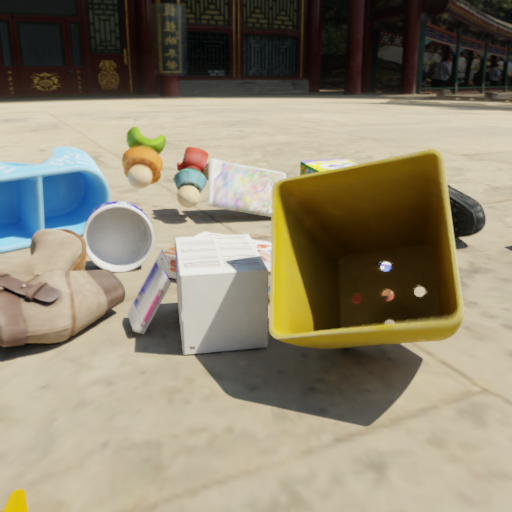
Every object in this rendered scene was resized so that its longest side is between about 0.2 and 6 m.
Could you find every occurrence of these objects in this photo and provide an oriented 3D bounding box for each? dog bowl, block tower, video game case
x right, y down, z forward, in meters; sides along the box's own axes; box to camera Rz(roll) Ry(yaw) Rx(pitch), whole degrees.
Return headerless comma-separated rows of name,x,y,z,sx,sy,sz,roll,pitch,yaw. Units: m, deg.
dog bowl,-4.165,-0.991,10.409,3.149,1.755,0.781,-16,37,-39
block tower,-1.166,-2.471,16.133,1.946,0.526,0.562,2,19,4
dog bowl,-2.262,-0.323,9.217,1.129,1.129,0.444,-5,18,-13
video game case,-0.171,-1.461,12.224,1.750,0.158,1.253,9,55,-15

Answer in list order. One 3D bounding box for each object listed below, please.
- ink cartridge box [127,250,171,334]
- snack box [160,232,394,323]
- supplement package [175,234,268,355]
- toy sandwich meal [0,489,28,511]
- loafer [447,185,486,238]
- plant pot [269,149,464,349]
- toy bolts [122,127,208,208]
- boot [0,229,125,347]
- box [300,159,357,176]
ink cartridge box,-1.322,0.451,7.131,0.188,1.011,0.479,22,12,-28
snack box,0.388,0.241,8.626,3.693,0.449,1.328,10,22,27
supplement package,-0.479,0.440,7.173,1.047,1.055,1.390,-3,20,-9
toy sandwich meal,-2.115,2.000,3.523,1.677,0.574,1.677,0,20,0
loafer,3.710,-1.116,11.521,1.082,1.047,3.084,-15,19,-13
plant pot,1.312,0.187,6.235,1.843,1.843,1.625,-9,-27,22
toy bolts,-2.013,-1.608,11.981,1.843,1.760,1.278,12,58,-17
boot,-3.135,0.343,7.538,2.641,0.928,1.931,23,26,39
box,2.210,-2.150,15.172,1.439,0.593,2.453,-5,22,-13
